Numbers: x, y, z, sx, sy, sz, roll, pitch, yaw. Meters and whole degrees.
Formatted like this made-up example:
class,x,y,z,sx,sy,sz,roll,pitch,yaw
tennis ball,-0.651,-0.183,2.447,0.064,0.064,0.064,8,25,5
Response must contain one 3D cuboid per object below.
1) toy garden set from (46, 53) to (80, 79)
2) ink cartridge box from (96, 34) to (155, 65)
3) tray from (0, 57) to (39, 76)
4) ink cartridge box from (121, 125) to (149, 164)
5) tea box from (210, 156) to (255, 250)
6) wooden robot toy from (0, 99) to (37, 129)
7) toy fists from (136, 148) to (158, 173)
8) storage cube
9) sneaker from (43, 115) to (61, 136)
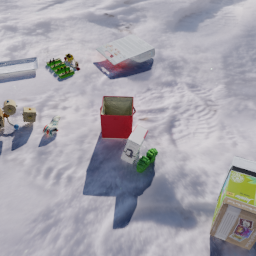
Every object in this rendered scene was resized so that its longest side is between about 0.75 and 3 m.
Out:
class,x,y,z,sx,sy,sz,roll,pitch,yaw
toy garden set,-2.911,-2.992,13.086,1.302,0.312,1.562,-27,50,-26
ink cartridge box,-0.138,-3.716,13.767,2.320,0.548,1.857,-28,50,-19
tray,-5.198,-2.800,12.948,2.098,0.233,1.126,-11,46,-12
ink cartridge box,0.200,0.522,8.850,0.433,1.027,0.744,27,48,6
tea box,2.866,1.872,7.047,1.056,1.580,1.555,16,46,16
wooden robot toy,-4.731,-0.592,10.082,2.685,1.183,1.218,-13,34,-14
toy fists,0.608,0.996,8.775,0.323,0.478,0.939,31,52,29
storage cube,-0.348,-0.359,9.748,1.232,1.107,1.053,2,43,1
sneaker,-2.630,-0.062,10.065,0.439,0.330,0.938,30,46,4
